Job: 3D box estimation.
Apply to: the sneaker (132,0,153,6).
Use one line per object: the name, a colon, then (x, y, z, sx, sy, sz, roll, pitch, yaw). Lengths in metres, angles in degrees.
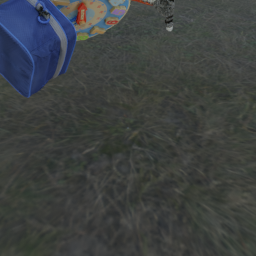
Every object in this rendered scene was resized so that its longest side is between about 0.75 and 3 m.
sneaker: (0.425, -5.177, 10.931, 1.497, 0.546, 0.577, 11, 6, -24)

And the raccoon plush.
raccoon plush: (0.938, -3.824, 9.025, 1.070, 1.597, 0.772, 0, 39, 6)

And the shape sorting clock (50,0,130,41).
shape sorting clock: (-1.345, -3.142, 7.907, 2.977, 2.977, 0.584, -13, 83, -15)

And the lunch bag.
lunch bag: (-2.180, -1.993, 6.487, 1.551, 2.283, 1.510, 46, 59, -2)
